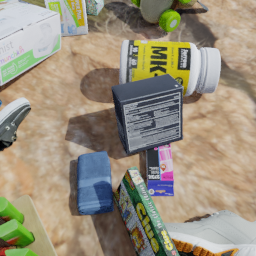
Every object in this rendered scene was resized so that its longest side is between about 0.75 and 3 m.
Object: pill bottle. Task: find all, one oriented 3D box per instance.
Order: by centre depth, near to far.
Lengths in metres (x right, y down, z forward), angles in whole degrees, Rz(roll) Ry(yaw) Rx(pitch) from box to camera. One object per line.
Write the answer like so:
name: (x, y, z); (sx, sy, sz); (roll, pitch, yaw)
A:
pill bottle: (1.184, -1.766, 8.396); (2.791, 1.595, 1.595); (3, 55, 2)

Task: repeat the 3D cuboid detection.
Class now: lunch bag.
lunch bag: (-1.319, -5.091, 11.148); (0.540, 0.886, 0.755); (16, 56, 11)

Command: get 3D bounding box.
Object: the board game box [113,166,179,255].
board game box: (0.389, 2.197, 5.817); (0.295, 1.318, 2.516); (-7, 52, -29)

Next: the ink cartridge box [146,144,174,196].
ink cartridge box: (0.823, 1.059, 7.277); (0.674, 0.264, 1.424); (0, 57, 0)

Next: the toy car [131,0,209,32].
toy car: (1.928, -5.051, 10.913); (2.723, 2.149, 2.237); (-12, 53, -43)

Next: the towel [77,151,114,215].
towel: (-0.835, 1.351, 6.985); (0.865, 0.376, 1.549); (-5, 56, -3)

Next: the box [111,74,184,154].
box: (0.530, -0.388, 7.318); (1.618, 1.605, 0.997); (-14, 36, -10)

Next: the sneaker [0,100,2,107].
sneaker: (-4.260, -0.962, 8.465); (0.788, 0.782, 2.175); (8, 41, -35)

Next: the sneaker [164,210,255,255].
sneaker: (1.799, 2.300, 6.108); (2.541, 0.962, 1.169); (11, 45, 2)

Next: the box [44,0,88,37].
box: (-2.232, -4.632, 9.879); (1.368, 2.432, 1.233); (-8, 56, -6)

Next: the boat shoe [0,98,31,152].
boat shoe: (-3.435, 0.270, 7.531); (0.733, 0.889, 2.589); (36, 62, 0)

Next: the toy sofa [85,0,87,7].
toy sofa: (-2.139, -5.271, 11.587); (0.909, 0.376, 0.443); (16, 62, 11)

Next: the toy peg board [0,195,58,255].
toy peg board: (-2.814, 2.820, 5.406); (2.617, 1.285, 2.628); (-28, 59, -18)

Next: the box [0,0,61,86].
box: (-4.066, -3.002, 8.962); (2.608, 1.429, 2.956); (23, 43, 14)
